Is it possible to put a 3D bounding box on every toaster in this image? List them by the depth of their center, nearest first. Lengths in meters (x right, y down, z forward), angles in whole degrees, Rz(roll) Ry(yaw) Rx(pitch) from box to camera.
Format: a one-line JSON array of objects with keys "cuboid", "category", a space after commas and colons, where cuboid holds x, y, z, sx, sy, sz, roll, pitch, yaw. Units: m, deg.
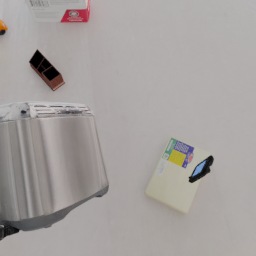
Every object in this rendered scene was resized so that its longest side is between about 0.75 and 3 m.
[{"cuboid": [-1.587, 0.576, 5.065, 1.681, 2.958, 1.911, -9, 90, 25], "category": "toaster"}]

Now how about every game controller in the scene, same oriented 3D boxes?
[{"cuboid": [1.504, 0.863, 5.803, 0.188, 0.895, 0.467, 24, 65, 0], "category": "game controller"}]

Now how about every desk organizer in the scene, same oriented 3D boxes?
[{"cuboid": [-2.694, -1.899, 9.139, 0.493, 0.530, 1.375, -39, 72, -16], "category": "desk organizer"}]

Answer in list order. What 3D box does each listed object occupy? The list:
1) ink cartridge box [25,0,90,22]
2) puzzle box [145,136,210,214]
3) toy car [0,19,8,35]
[{"cuboid": [-2.457, -4.956, 9.200, 2.093, 2.882, 1.201, 1, 66, 0], "category": "ink cartridge box"}, {"cuboid": [1.419, 1.273, 7.891, 1.262, 0.241, 1.896, 24, 68, 11], "category": "puzzle box"}, {"cuboid": [-4.607, -2.877, 9.402, 1.260, 0.855, 2.568, -22, 67, -9], "category": "toy car"}]
